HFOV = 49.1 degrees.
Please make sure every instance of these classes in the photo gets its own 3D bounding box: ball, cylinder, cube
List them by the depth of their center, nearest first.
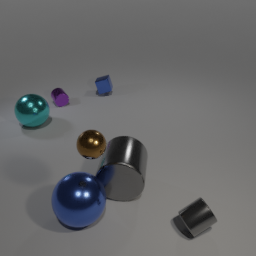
[{"bbox_3d":[-0.853,0.383,6.538,0.700,0.700,0.700,0,30,0],"label":"ball"},{"bbox_3d":[1.727,2.203,6.965,0.700,0.700,0.700,-34,34,1],"label":"cylinder"},{"bbox_3d":[-1.258,1.831,7.238,1.400,1.400,1.400,0,30,0],"label":"ball"},{"bbox_3d":[-0.154,1.170,8.289,1.400,1.400,1.400,3,31,6],"label":"cylinder"},{"bbox_3d":[-3.988,-0.729,11.676,1.400,1.400,1.400,0,30,0],"label":"ball"},{"bbox_3d":[-3.308,-1.498,13.606,0.700,0.700,0.700,-16,40,-26],"label":"cylinder"},{"bbox_3d":[-1.243,-2.272,14.582,0.700,0.700,0.700,-14,26,10],"label":"cube"}]
